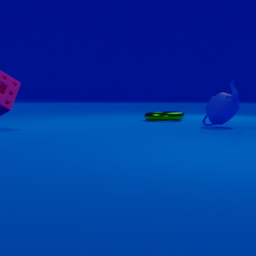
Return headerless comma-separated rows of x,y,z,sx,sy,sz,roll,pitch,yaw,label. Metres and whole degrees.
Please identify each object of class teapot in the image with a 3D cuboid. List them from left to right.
2.844,-0.679,8.523,1.037,1.668,0.817,-6,49,-45,teapot

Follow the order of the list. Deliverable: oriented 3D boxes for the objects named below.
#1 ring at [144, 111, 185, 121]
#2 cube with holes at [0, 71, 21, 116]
1.473,-0.488,11.411,1.631,0.326,1.631,-2,5,0,ring
-3.755,-0.965,7.732,0.940,0.940,0.940,-18,-38,36,cube with holes
